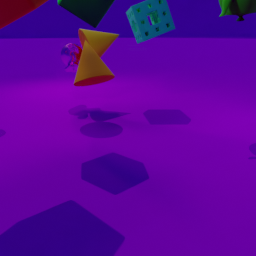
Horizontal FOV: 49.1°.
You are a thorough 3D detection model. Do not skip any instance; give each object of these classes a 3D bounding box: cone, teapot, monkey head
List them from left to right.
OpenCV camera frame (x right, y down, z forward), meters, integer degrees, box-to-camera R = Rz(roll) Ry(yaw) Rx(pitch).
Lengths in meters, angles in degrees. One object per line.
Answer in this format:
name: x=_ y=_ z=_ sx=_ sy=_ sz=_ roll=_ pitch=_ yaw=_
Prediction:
monkey head: x=-1.903 y=-2.660 z=10.626 sx=1.262 sy=1.057 sz=1.755 roll=0 pitch=5 yaw=-8
cone: x=-1.173 y=-2.076 z=8.641 sx=1.297 sy=1.302 sz=1.297 roll=-12 pitch=1 yaw=0
cone: x=-0.914 y=-3.182 z=10.255 sx=1.348 sy=1.343 sz=1.343 roll=-26 pitch=27 yaw=-14
teapot: x=2.968 y=-3.310 z=7.405 sx=1.896 sy=0.928 sz=1.179 roll=-23 pitch=28 yaw=-35

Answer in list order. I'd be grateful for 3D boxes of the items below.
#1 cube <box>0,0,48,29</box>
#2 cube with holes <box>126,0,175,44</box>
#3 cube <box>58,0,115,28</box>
cube: x=-1.754 y=-2.579 z=4.371 sx=1.310 sy=1.310 sz=1.310 roll=1 pitch=44 yaw=43
cube with holes: x=0.788 y=-3.892 z=10.114 sx=1.207 sy=1.207 sz=1.207 roll=-23 pitch=16 yaw=-3
cube: x=-0.941 y=-3.192 z=6.507 sx=1.014 sy=1.014 sz=1.014 roll=24 pitch=34 yaw=-32
